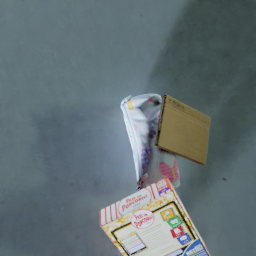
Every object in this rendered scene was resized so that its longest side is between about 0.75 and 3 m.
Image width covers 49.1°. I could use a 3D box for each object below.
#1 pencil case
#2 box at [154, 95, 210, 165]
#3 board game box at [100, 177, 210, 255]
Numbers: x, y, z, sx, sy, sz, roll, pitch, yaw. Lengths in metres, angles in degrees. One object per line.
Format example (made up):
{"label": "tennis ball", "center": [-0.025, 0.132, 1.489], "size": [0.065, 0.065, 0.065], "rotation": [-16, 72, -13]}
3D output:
{"label": "pencil case", "center": [0.563, 0.425, 7.486], "size": [1.206, 1.105, 2.658], "rotation": [-9, 85, -18]}
{"label": "box", "center": [1.491, 0.079, 7.388], "size": [1.719, 0.183, 1.405], "rotation": [23, 69, -30]}
{"label": "board game box", "center": [0.719, 2.670, 6.990], "size": [1.884, 0.576, 2.487], "rotation": [-27, 113, 5]}
